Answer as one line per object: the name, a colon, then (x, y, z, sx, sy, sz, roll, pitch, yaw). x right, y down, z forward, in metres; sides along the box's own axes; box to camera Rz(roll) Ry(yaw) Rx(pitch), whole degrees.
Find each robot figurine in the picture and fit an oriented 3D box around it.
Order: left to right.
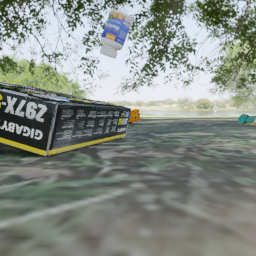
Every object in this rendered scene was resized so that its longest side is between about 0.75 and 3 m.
robot figurine: (-0.683, -0.566, 13.585, 2.497, 0.727, 1.810, 0, 1, 6)

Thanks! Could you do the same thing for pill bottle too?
pill bottle: (-0.261, -1.806, 5.454, 0.470, 0.838, 0.470, 20, 8, -3)

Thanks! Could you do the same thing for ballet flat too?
ballet flat: (5.025, -0.266, 11.538, 0.474, 0.513, 1.521, 28, 6, -3)

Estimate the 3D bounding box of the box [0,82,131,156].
box: (-1.379, -0.278, 4.475, 2.156, 0.666, 2.700, 15, 7, 16)
